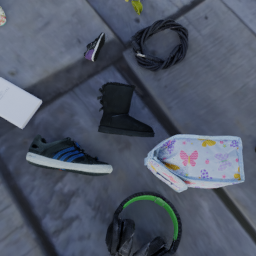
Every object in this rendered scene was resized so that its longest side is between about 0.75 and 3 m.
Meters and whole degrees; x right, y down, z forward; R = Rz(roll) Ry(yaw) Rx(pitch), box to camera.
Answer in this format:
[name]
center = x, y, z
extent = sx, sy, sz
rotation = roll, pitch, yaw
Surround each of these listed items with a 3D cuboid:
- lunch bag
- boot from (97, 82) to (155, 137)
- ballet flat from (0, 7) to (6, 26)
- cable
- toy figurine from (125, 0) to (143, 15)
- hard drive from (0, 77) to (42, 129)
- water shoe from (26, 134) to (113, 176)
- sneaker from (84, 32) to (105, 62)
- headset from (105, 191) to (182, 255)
[lunch bag]
center = 1.549, 0.937, 7.179
extent = 2.153, 1.826, 1.369
rotation = 5, 75, -1
[boot]
center = -0.044, -0.514, 7.943
extent = 1.792, 0.663, 1.468
rotation = 7, 87, 20
[ballet flat]
center = -4.761, -4.235, 9.426
extent = 0.691, 0.584, 1.828
rotation = -34, 76, -9
[cable]
center = 1.129, -2.674, 8.988
extent = 1.958, 0.497, 1.597
rotation = -22, 74, -7
[toy figurine]
center = 0.365, -4.721, 9.498
extent = 0.921, 0.811, 1.537
rotation = -28, 76, -14
[hard drive]
center = -3.562, -0.776, 8.551
extent = 1.554, 0.197, 1.025
rotation = 29, 75, 9
[water shoe]
center = -1.583, 0.715, 7.734
extent = 2.424, 0.867, 0.956
rotation = 9, 74, 3
[sneaker]
center = -1.102, -2.692, 9.061
extent = 0.461, 0.399, 1.054
rotation = 20, 74, 11
[headset]
center = 0.224, 2.879, 6.812
extent = 1.793, 1.365, 2.904
rotation = 29, 64, 9
